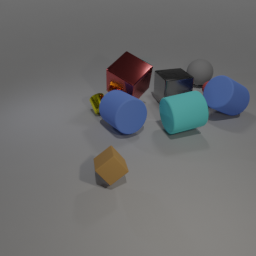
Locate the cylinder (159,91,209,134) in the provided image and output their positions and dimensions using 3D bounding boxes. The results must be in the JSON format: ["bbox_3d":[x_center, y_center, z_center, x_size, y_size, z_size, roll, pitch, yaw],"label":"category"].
[{"bbox_3d":[2.094,-0.601,10.665,1.400,1.400,1.400,-14,33,-13],"label":"cylinder"}]

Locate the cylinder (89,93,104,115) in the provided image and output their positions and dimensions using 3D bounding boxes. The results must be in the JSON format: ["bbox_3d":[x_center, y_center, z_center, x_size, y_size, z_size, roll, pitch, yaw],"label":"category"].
[{"bbox_3d":[-1.250,-1.059,12.282,0.700,0.700,0.700,-17,69,-26],"label":"cylinder"}]

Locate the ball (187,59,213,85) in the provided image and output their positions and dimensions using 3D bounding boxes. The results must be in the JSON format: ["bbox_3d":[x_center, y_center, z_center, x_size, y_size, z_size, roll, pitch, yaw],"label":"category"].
[{"bbox_3d":[3.855,-3.001,15.040,1.400,1.400,1.400,0,31,0],"label":"ball"}]

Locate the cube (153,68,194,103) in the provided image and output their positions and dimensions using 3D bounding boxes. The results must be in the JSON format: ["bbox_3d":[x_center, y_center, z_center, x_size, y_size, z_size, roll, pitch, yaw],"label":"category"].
[{"bbox_3d":[2.123,-1.916,13.306,1.400,1.400,1.400,-8,32,-14],"label":"cube"}]

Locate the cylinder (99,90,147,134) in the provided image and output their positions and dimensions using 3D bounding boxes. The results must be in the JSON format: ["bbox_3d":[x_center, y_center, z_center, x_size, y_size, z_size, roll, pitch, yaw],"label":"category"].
[{"bbox_3d":[-0.207,-0.645,10.876,1.400,1.400,1.400,-17,29,-26],"label":"cylinder"}]

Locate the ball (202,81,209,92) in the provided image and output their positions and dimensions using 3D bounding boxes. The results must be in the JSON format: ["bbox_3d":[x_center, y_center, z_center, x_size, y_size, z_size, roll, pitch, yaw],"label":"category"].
[{"bbox_3d":[3.775,-1.814,12.916,0.700,0.700,0.700,0,31,0],"label":"ball"}]

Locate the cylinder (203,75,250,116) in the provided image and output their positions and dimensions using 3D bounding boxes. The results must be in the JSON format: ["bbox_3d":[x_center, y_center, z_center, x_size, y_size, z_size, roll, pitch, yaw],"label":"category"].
[{"bbox_3d":[4.144,-1.346,11.809,1.400,1.400,1.400,14,17,-40],"label":"cylinder"}]

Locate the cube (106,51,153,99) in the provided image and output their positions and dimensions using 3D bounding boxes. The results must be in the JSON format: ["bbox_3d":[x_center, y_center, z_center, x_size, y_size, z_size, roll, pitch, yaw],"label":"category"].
[{"bbox_3d":[0.035,-2.090,11.930,1.400,1.400,1.400,34,62,16],"label":"cube"}]

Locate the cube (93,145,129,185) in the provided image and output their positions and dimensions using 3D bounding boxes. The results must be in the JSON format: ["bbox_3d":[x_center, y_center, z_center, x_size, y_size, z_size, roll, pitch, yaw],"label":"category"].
[{"bbox_3d":[-0.504,1.080,8.147,0.700,0.700,0.700,-38,25,6],"label":"cube"}]
